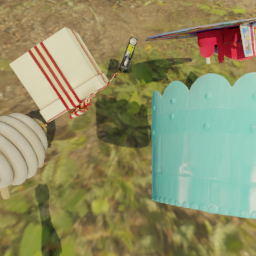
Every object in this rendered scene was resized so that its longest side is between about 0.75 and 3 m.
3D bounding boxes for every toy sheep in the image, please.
[{"bbox_3d":[-1.807,0.392,4.166,1.142,1.142,1.656,18,41,15],"label":"toy sheep"}]

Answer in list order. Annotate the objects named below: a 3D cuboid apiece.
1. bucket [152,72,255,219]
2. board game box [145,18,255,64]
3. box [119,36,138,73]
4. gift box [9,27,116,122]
[{"bbox_3d":[0.896,0.223,2.517,1.510,1.510,0.982,6,81,5],"label":"bucket"},{"bbox_3d":[1.692,-1.427,4.801,2.819,0.549,2.227,-18,17,-40],"label":"board game box"},{"bbox_3d":[-0.002,-1.729,6.694,0.195,0.882,0.707,18,94,-6],"label":"box"},{"bbox_3d":[-1.002,-0.907,4.890,1.384,1.292,1.277,-28,12,13],"label":"gift box"}]
